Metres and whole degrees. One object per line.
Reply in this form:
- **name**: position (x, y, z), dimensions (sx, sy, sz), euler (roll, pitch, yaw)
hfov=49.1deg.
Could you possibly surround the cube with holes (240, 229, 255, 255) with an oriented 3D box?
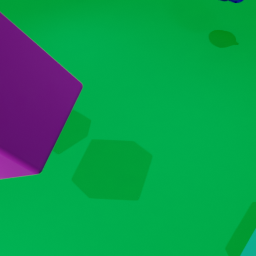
- **cube with holes**: position (2.237, 1.670, 3.008), dimensions (1.335, 1.335, 1.335), euler (-45, 27, -25)

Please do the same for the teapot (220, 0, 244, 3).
- **teapot**: position (2.843, -4.451, 8.208), dimensions (0.926, 1.891, 1.176), euler (-23, 34, 39)

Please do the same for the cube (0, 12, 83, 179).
- **cube**: position (-1.592, -0.270, 3.341), dimensions (1.298, 1.298, 1.298), euler (-14, 46, 43)
